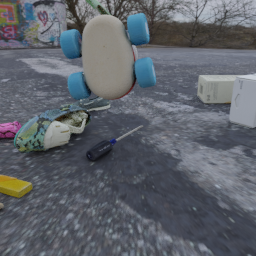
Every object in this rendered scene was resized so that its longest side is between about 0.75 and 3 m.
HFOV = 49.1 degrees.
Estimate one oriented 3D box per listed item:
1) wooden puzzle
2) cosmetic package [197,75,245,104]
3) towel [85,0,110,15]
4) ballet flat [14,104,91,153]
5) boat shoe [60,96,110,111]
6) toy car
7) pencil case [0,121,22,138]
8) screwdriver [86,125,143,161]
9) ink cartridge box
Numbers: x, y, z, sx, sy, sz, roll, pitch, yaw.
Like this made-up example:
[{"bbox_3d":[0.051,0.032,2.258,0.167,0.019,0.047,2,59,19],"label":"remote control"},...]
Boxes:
[{"bbox_3d":[-3.261,1.318,4.790,1.855,0.321,2.749,12,23,31],"label":"wooden puzzle"},{"bbox_3d":[4.638,-1.715,12.284,2.860,1.017,1.504,0,19,1],"label":"cosmetic package"},{"bbox_3d":[-0.914,-3.124,6.852,1.932,0.226,1.474,52,13,22],"label":"towel"},{"bbox_3d":[-1.838,-0.025,7.696,1.059,1.059,2.852,6,23,17],"label":"ballet flat"},{"bbox_3d":[-1.664,-0.988,10.817,2.043,0.631,0.744,-10,22,-25],"label":"boat shoe"},{"bbox_3d":[-0.249,-1.491,6.370,1.765,1.693,1.915,-9,4,14],"label":"toy car"},{"bbox_3d":[-3.702,0.061,8.019,1.195,0.542,0.560,-4,-23,-5],"label":"pencil case"},{"bbox_3d":[-0.265,0.264,7.632,0.370,0.355,2.543,38,35,12],"label":"screwdriver"},{"bbox_3d":[4.526,-1.013,9.496,2.142,1.554,0.897,-14,24,-34],"label":"ink cartridge box"}]
